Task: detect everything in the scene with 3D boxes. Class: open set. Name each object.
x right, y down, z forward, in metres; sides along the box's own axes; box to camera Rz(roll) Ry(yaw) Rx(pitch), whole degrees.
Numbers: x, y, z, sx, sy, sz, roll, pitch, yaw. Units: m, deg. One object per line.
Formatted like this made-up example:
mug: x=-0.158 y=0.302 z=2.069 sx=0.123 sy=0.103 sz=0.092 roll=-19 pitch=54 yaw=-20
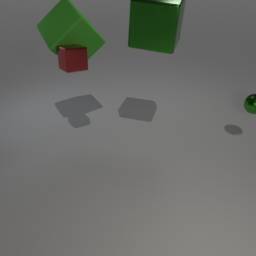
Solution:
cube: x=0.884 y=-3.244 z=8.507 sx=1.400 sy=1.400 sz=1.400 roll=12 pitch=38 yaw=12
cube: x=-1.690 y=-2.134 z=8.558 sx=0.700 sy=0.700 sz=0.700 roll=-15 pitch=30 yaw=-30
cube: x=-1.890 y=-3.110 z=9.310 sx=1.400 sy=1.400 sz=1.400 roll=-41 pitch=59 yaw=11
ball: x=4.318 y=-0.819 z=9.547 sx=0.700 sy=0.700 sz=0.700 roll=0 pitch=32 yaw=0
